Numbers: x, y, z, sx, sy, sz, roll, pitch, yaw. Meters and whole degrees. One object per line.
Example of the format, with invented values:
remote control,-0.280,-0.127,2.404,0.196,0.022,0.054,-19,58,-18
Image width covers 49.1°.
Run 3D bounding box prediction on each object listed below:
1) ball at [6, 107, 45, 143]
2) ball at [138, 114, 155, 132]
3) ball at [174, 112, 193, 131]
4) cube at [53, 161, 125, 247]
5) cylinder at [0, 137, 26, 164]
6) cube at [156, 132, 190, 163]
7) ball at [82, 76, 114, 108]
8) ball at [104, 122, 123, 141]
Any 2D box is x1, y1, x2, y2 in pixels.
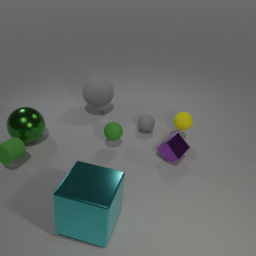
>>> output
ball,-3.882,-0.109,10.696,1.400,1.400,1.400,0,32,0
ball,0.741,-0.203,11.392,0.700,0.700,0.700,0,32,0
ball,2.061,-0.253,10.455,0.700,0.700,0.700,0,32,0
cube,-0.970,1.927,7.298,1.400,1.400,1.400,12,31,10
cylinder,-3.929,0.754,9.356,0.700,0.700,0.700,14,24,20
cube,1.558,0.691,9.715,0.700,0.700,0.700,-41,93,-29
ball,-1.321,-1.604,12.376,1.400,1.400,1.400,0,32,0
ball,-0.536,0.118,10.275,0.700,0.700,0.700,0,32,0
